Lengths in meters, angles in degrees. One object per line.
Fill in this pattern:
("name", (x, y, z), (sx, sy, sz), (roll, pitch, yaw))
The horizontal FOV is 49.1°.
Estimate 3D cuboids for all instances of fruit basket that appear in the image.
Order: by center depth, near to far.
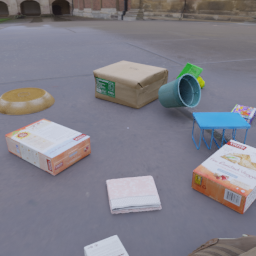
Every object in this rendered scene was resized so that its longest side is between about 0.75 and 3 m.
("fruit basket", (3.668, -2.791, 15.813), (1.494, 1.494, 1.077), (-9, 28, -17))

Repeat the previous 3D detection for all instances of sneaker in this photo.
("sneaker", (1.630, 2.729, 5.426), (2.632, 0.927, 0.994), (-6, 7, -15))

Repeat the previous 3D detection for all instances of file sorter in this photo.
("file sorter", (3.254, 0.121, 10.087), (1.695, 1.040, 1.176), (-1, 27, -1))

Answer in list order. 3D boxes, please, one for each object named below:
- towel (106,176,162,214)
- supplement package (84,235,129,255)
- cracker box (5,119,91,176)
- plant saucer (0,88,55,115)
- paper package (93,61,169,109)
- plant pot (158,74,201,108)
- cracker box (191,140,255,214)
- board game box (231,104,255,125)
("towel", (0.130, 1.789, 7.713), (1.371, 0.221, 1.310), (-3, 27, -8))
("supplement package", (-0.271, 2.776, 5.202), (0.723, 0.720, 1.232), (-12, 29, -23))
("cracker box", (-2.723, 0.554, 9.583), (2.475, 0.714, 1.658), (18, 32, 33))
("plant saucer", (-5.075, -1.439, 13.744), (2.855, 0.505, 2.855), (0, 27, 0))
("paper package", (0.124, -2.314, 14.374), (2.886, 1.493, 2.751), (20, 33, 32))
("plant pot", (2.178, -1.507, 12.330), (1.454, 1.454, 1.424), (-23, 9, -38))
("cracker box", (3.145, 1.282, 8.136), (1.553, 0.669, 2.318), (23, 36, 38))
("board game box", (5.061, -0.611, 12.342), (0.888, 0.296, 1.321), (16, 31, 28))
